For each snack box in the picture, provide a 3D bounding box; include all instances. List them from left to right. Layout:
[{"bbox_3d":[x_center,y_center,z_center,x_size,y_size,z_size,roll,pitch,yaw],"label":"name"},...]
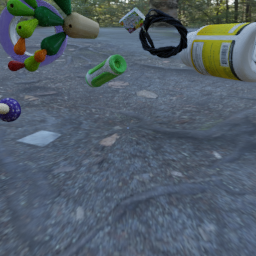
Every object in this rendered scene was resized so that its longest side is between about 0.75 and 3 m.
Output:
[{"bbox_3d":[0.193,-4.152,10.860,0.923,0.656,0.245,-20,42,47],"label":"snack box"}]

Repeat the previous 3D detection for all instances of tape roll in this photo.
[{"bbox_3d":[-3.304,-3.331,9.923,2.268,2.268,0.963,-4,17,-9],"label":"tape roll"}]

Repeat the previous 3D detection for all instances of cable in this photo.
[{"bbox_3d":[1.068,-2.757,8.508,1.578,1.287,0.401,32,31,8],"label":"cable"}]

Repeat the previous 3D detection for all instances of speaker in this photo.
[{"bbox_3d":[-0.709,-1.727,8.659,0.661,0.661,1.494,-22,4,-41],"label":"speaker"}]

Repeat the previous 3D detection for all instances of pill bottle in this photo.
[{"bbox_3d":[2.876,-2.336,8.533,1.574,1.574,2.800,-12,21,-24],"label":"pill bottle"}]

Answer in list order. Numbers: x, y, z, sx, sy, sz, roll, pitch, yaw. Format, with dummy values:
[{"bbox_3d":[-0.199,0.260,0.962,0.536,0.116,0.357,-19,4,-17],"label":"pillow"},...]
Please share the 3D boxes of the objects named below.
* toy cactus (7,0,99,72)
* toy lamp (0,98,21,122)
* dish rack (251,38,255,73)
[{"bbox_3d":[-1.981,-2.809,7.436,2.408,2.918,1.492,3,17,-35],"label":"toy cactus"},{"bbox_3d":[-2.517,-0.375,4.954,0.590,0.590,2.026,-1,0,-3],"label":"toy lamp"},{"bbox_3d":[3.658,-2.339,5.874,2.040,0.517,2.377,-4,58,50],"label":"dish rack"}]
